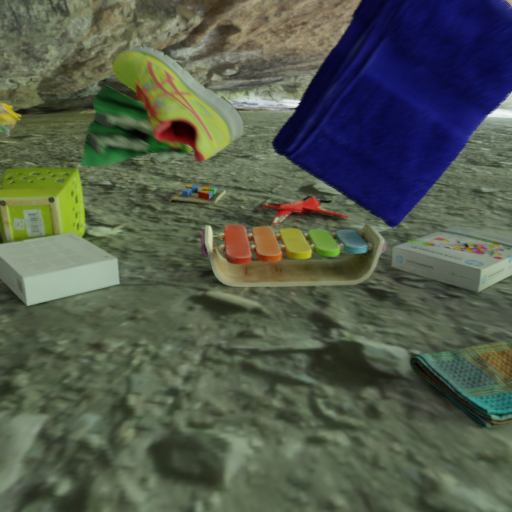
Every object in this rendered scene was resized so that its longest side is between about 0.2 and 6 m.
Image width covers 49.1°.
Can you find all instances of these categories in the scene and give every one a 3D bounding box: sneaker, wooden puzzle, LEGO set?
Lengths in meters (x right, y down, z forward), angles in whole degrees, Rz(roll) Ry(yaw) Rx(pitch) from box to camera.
[{"bbox_3d":[-1.614,-2.697,10.019,2.733,1.068,1.234,35,70,10],"label":"sneaker"},{"bbox_3d":[-1.702,-1.819,16.288,1.422,0.329,1.317,3,19,8],"label":"wooden puzzle"},{"bbox_3d":[-5.461,-2.824,11.916,0.707,0.572,1.537,18,22,-33],"label":"LEGO set"}]

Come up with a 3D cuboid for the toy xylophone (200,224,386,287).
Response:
[{"bbox_3d":[0.572,-0.137,10.471,3.341,0.839,2.446,-3,18,-11],"label":"toy xylophone"}]

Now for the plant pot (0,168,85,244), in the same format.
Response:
[{"bbox_3d":[-4.551,-0.915,11.785,1.577,1.585,1.438,-2,25,-8],"label":"plant pot"}]

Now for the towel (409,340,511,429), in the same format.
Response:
[{"bbox_3d":[3.076,1.433,6.798,1.973,0.214,1.447,-7,20,-19],"label":"towel"}]

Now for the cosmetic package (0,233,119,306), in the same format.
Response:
[{"bbox_3d":[-3.652,0.161,10.039,1.606,0.550,2.129,-16,24,-34],"label":"cosmetic package"}]

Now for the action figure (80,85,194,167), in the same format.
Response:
[{"bbox_3d":[-2.202,-2.659,12.444,3.100,1.831,0.848,-8,47,-48],"label":"action figure"}]

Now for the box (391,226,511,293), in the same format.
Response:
[{"bbox_3d":[3.992,-0.010,10.701,2.297,0.473,1.791,-17,25,-38],"label":"box"}]

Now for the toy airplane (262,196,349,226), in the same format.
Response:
[{"bbox_3d":[1.060,-1.238,14.381,2.409,0.443,2.409,0,18,0],"label":"toy airplane"}]

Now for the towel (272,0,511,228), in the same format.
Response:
[{"bbox_3d":[2.476,-2.645,9.405,2.981,4.037,1.000,30,26,-12],"label":"towel"}]
